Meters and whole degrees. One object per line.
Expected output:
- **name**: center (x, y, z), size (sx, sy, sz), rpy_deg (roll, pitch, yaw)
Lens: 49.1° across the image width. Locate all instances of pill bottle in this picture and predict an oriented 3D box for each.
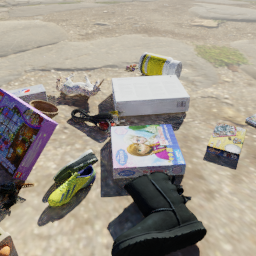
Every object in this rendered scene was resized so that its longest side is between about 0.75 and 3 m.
- **pill bottle**: center (1.611, -3.042, 13.955), size (1.974, 1.128, 1.128), rpy_deg (21, 39, 27)

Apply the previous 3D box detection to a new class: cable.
- **cable**: center (-1.219, -0.244, 10.613), size (2.213, 0.557, 1.075), rpy_deg (1, 57, 24)

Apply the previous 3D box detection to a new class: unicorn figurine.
- **unicorn figurine**: center (-2.044, -1.890, 12.545), size (2.483, 0.917, 1.705), rpy_deg (-11, 35, 9)

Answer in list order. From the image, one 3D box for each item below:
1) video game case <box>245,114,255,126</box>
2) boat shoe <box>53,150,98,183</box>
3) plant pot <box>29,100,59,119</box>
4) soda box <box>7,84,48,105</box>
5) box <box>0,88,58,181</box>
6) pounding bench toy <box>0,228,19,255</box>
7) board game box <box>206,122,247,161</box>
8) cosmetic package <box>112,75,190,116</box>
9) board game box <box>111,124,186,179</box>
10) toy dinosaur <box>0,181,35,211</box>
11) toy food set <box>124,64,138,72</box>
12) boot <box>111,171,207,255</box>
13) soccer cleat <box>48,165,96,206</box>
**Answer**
- **video game case**: center (5.117, -0.246, 10.725), size (0.805, 0.102, 0.883), rpy_deg (-21, 40, -28)
- **boat shoe**: center (-1.513, 1.191, 8.200), size (1.434, 0.542, 0.433), rpy_deg (-37, 74, -20)
- **plant pot**: center (-3.243, -0.597, 10.720), size (1.125, 0.519, 1.125), rpy_deg (18, 22, -7)
- **soda box**: center (-4.462, -1.076, 11.339), size (2.286, 0.780, 0.725), rpy_deg (-16, 37, -22)
- **box**: center (-3.631, 0.099, 8.767), size (2.821, 0.552, 1.931), rpy_deg (28, 87, 35)
- **pounding bench toy**: center (-3.024, 2.301, 5.578), size (1.285, 1.648, 1.024), rpy_deg (24, 41, 32)
- **board game box**: center (3.389, 0.414, 9.592), size (1.058, 0.270, 1.561), rpy_deg (16, 38, 22)
- **cosmetic package**: center (0.851, -1.435, 11.876), size (2.968, 0.767, 2.238), rpy_deg (-4, 36, -5)
- **board game box**: center (0.545, 0.675, 9.048), size (2.158, 0.445, 2.163), rpy_deg (-3, 34, -5)
- **toy dinosaur**: center (-3.216, 1.655, 7.547), size (1.231, 0.629, 0.836), rpy_deg (-31, 24, -7)
- **toy food set**: center (0.234, -3.316, 15.206), size (0.615, 0.152, 0.968), rpy_deg (22, 40, 29)
- **boot**: center (0.468, 1.997, 6.704), size (2.425, 0.897, 1.987), rpy_deg (-7, 36, -23)
- **soccer cleat**: center (-1.523, 1.526, 7.611), size (0.501, 0.649, 1.551), rpy_deg (28, 43, 35)
